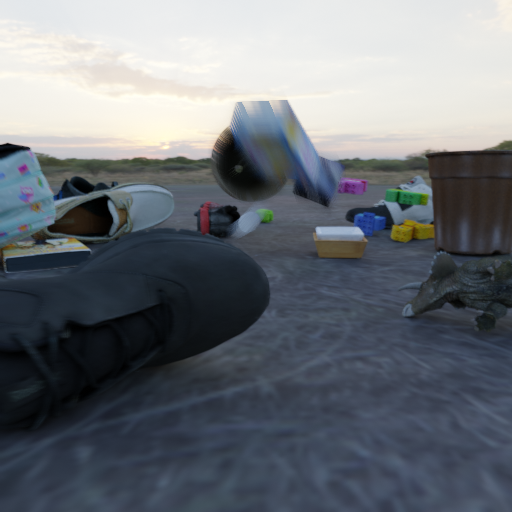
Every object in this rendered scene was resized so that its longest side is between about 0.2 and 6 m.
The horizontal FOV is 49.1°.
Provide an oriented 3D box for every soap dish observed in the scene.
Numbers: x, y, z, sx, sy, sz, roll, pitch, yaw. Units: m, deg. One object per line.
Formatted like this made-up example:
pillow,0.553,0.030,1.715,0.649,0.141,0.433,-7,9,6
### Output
soap dish,1.550,-0.253,10.525,0.944,0.487,1.200,1,9,4

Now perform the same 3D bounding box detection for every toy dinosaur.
toy dinosaur,2.717,0.309,5.801,2.355,0.906,1.204,-1,15,10

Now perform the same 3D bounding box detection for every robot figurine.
robot figurine,0.222,-1.186,16.632,0.598,0.394,0.682,-8,13,-34

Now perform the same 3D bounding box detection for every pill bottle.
pill bottle,-0.148,-0.673,11.296,0.377,0.377,0.663,1,10,8

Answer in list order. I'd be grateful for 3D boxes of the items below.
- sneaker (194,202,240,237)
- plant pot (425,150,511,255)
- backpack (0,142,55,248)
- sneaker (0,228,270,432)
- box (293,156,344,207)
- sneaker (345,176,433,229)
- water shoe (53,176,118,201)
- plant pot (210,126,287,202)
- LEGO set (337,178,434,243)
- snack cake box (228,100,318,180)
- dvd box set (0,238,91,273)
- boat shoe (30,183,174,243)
sneaker,-0.896,-0.896,13.666,1.058,0.765,2.166,-1,11,0
plant pot,4.190,-1.025,10.758,1.912,1.893,1.912,1,7,0
backpack,-4.792,-0.807,9.168,2.760,1.747,2.303,-25,21,-23
sneaker,-1.311,0.599,3.990,3.120,1.185,1.416,-10,21,-17
box,1.345,-1.655,12.100,0.848,0.841,0.523,22,-22,5
sneaker,3.978,-1.453,15.238,3.210,1.421,1.189,-3,11,-8
water shoe,-4.957,-1.494,15.380,3.517,1.388,1.257,5,10,29
plant pot,-0.253,-2.084,12.843,1.794,1.794,1.557,-2,1,-14
LEGO set,3.198,-0.945,12.877,3.238,1.235,1.329,12,17,27
snack cake box,0.386,-2.267,11.155,1.118,0.653,1.944,5,-19,27
dvd box set,-3.742,-0.045,9.838,1.360,0.273,1.858,-7,11,-25
boat shoe,-3.209,-0.845,12.308,3.387,1.266,1.158,-17,20,-32
